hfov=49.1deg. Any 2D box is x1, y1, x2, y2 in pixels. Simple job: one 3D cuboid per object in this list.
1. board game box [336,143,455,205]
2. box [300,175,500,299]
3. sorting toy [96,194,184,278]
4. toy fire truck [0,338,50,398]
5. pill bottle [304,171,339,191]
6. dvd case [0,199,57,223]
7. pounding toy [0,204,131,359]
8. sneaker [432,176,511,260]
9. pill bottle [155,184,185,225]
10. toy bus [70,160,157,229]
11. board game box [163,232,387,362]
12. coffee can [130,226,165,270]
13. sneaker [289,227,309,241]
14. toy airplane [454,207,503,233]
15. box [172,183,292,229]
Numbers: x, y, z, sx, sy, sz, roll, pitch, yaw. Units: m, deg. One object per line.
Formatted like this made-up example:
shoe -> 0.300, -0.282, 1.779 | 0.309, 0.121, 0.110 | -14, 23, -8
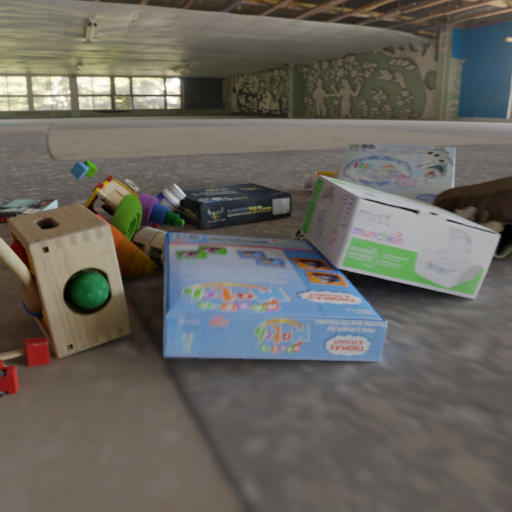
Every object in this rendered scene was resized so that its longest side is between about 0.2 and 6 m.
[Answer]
board game box -> 3.200, -1.729, 12.947 | 2.586, 0.561, 2.574 | 6, 40, 17
box -> 2.002, -0.347, 8.194 | 2.154, 1.042, 1.901 | 13, 15, -15
sorting toy -> -1.894, -0.311, 9.403 | 1.101, 1.108, 3.197 | 18, 20, 2
toy fire truck -> -2.648, 1.136, 5.603 | 1.074, 0.262, 0.757 | -5, 18, -17
pill bottle -> 1.830, -2.044, 15.424 | 1.009, 0.560, 0.560 | 2, 17, 4
dvd case -> -5.826, -1.015, 12.653 | 2.211, 0.243, 1.614 | -2, 17, -4
pounding toy -> -2.262, 0.209, 6.285 | 1.221, 1.581, 1.718 | -18, 24, -27
sneaker -> 3.915, -0.543, 9.676 | 1.127, 1.208, 3.199 | 13, -6, -9
pill bottle -> -1.918, -1.097, 11.793 | 0.859, 0.482, 0.482 | -44, 20, 3
toy bus -> -2.972, -0.961, 11.332 | 1.688, 0.924, 1.789 | 48, 13, 32
board game box -> -0.014, 0.387, 7.183 | 2.340, 0.566, 3.094 | 3, 16, -10
coffee can -> -1.539, -0.103, 9.016 | 0.850, 0.622, 0.622 | 14, 22, 39
sneaker -> 1.011, -0.389, 9.626 | 1.927, 0.821, 0.743 | -17, 24, -42
toy airplane -> 3.440, -0.268, 9.139 | 0.722, 1.019, 1.024 | 33, 16, -18
box -> -0.615, -1.168, 12.547 | 2.271, 0.579, 1.791 | -9, 18, -29
